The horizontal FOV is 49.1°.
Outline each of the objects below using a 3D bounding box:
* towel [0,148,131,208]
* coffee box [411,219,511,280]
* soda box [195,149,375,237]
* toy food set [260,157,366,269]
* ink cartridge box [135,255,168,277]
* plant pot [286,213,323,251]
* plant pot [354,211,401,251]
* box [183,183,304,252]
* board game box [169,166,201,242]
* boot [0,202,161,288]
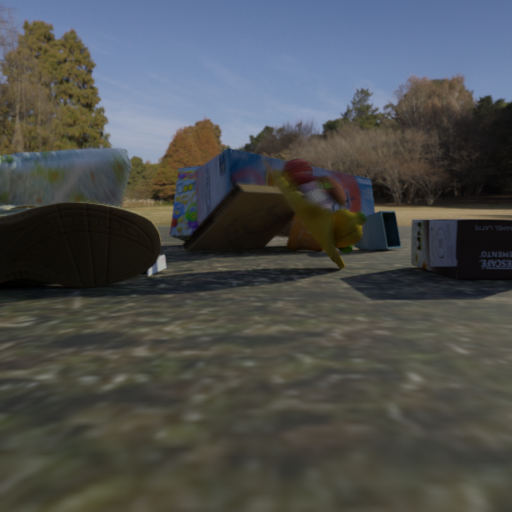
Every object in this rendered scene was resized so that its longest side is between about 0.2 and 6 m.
[{"bbox_3d":[-2.978,-0.781,8.508,2.098,1.796,0.505,-14,48,-41],"label":"towel"},{"bbox_3d":[2.905,-0.134,7.668,1.068,0.744,1.868,0,4,0],"label":"coffee box"},{"bbox_3d":[0.882,-1.407,14.540,4.827,1.535,1.651,4,-15,-35],"label":"soda box"},{"bbox_3d":[0.998,-0.877,8.654,0.820,1.477,2.511,-34,35,4],"label":"toy food set"},{"bbox_3d":[-1.692,0.120,7.851,0.679,0.266,1.434,0,2,2],"label":"ink cartridge box"},{"bbox_3d":[1.178,-0.476,12.552,0.824,0.900,0.900,16,5,4],"label":"plant pot"},{"bbox_3d":[2.736,-0.529,13.056,0.905,0.889,0.886,-11,-3,35],"label":"plant pot"},{"bbox_3d":[-0.115,-0.786,12.235,2.504,0.266,2.047,-4,-32,-49],"label":"box"},{"bbox_3d":[-1.581,-1.366,15.277,0.983,1.909,1.001,1,-12,29],"label":"board game box"},{"bbox_3d":[-2.549,-0.186,6.732,2.610,0.950,2.029,-8,10,-15],"label":"boot"}]
